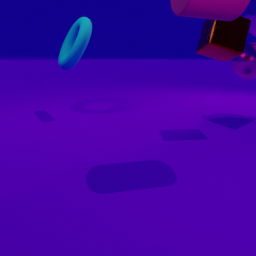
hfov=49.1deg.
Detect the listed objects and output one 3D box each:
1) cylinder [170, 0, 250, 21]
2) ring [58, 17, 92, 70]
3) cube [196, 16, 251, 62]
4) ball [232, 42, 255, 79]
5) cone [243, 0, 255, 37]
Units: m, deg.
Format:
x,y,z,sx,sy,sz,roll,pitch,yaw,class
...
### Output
x,y,z,sx,sy,sz,roll,pitch,yaw,class
1.443,-2.504,4.922,1.087,1.087,1.087,0,15,-14,cylinder
-1.786,-2.814,9.364,0.374,1.872,1.872,23,2,-30,ring
2.437,-2.349,7.240,0.910,0.910,0.910,15,-2,-8,cube
4.001,-2.184,9.141,1.165,1.165,1.165,0,15,0,ball
4.423,-3.396,8.425,1.679,1.679,1.685,5,28,17,cone
